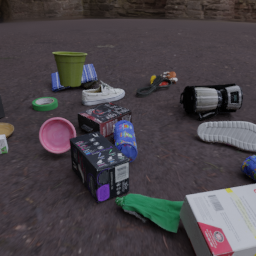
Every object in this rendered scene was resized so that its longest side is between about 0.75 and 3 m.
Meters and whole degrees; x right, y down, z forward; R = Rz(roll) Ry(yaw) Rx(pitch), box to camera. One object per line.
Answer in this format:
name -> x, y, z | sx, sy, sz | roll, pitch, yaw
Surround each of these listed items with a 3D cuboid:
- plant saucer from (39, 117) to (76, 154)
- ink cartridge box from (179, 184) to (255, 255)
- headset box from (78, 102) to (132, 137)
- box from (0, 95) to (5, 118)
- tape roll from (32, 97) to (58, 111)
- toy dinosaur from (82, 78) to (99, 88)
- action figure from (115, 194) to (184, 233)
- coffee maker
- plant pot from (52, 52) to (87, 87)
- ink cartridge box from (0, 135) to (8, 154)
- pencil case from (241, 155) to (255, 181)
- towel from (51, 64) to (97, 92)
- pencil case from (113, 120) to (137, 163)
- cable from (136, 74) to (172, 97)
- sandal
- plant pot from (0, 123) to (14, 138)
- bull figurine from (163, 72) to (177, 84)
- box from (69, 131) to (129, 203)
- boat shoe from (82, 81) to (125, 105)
plant saucer -> -2.351, 0.244, 9.435 | 1.213, 1.213, 0.307 | -2, 6, -3
ink cartridge box -> 2.349, 2.140, 6.206 | 1.956, 0.816, 1.420 | -6, 41, -13
headset box -> -1.004, -0.315, 11.350 | 1.422, 0.718, 1.913 | 24, 36, 38
box -> -6.279, -0.985, 12.252 | 1.454, 1.080, 0.904 | 17, 32, 30
tape roll -> -3.985, -1.159, 13.470 | 1.170, 0.281, 1.170 | 0, 28, 0
toy dinosaur -> -2.215, -2.575, 15.924 | 1.016, 0.764, 1.986 | -33, 45, -14
action figure -> 0.481, 2.040, 7.086 | 1.708, 0.467, 1.009 | 13, 32, 16
coffee maker -> 3.695, -1.381, 12.612 | 2.199, 1.481, 2.112 | -2, 27, -7
plant pot -> -2.150, -2.178, 10.429 | 1.257, 1.194, 1.257 | 3, 20, -1
ink cartridge box -> -4.659, 0.599, 9.726 | 0.816, 0.591, 0.342 | -7, 28, -13
pencil case -> 4.095, 1.393, 8.056 | 0.658, 0.733, 1.687 | -31, 36, -16
towel -> -3.106, -2.902, 15.976 | 2.559, 0.305, 1.853 | -15, 41, -6
pencil case -> -0.143, 0.402, 9.889 | 0.849, 0.763, 1.956 | 22, 23, -15
cable -> 1.483, -2.189, 15.502 | 1.323, 0.686, 2.724 | 28, 48, 14
sandal -> 3.857, 0.248, 10.316 | 2.524, 1.027, 0.620 | 13, -11, 24
plant pot -> -5.223, 0.212, 10.906 | 1.513, 0.208, 1.513 | -1, 27, 0
bull figurine -> 2.550, -3.047, 16.916 | 0.874, 0.469, 1.440 | 4, 28, 9
box -> -0.863, 1.068, 8.180 | 1.013, 1.168, 1.910 | -15, 32, -29
boat shoe -> -1.225, -1.875, 14.057 | 2.357, 1.005, 0.871 | -14, 30, -25
